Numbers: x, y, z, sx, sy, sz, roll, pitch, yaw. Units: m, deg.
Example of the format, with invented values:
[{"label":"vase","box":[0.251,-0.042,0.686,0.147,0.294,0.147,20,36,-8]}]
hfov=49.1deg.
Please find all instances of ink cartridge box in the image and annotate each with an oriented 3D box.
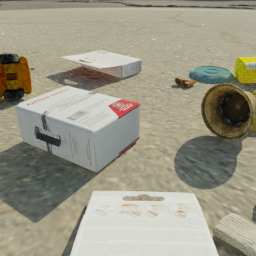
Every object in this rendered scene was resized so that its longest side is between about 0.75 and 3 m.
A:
[{"label":"ink cartridge box","box":[0.233,1.795,4.205,1.990,0.588,2.486,1,16,2]},{"label":"ink cartridge box","box":[-1.250,-2.887,12.754,2.885,0.645,2.542,24,35,39]},{"label":"ink cartridge box","box":[-1.234,-0.136,7.094,2.555,1.070,1.844,18,33,30]}]

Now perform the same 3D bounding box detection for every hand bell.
[{"label":"hand bell","box":[3.544,-0.779,7.996,2.860,1.489,1.489,-20,34,-37]}]

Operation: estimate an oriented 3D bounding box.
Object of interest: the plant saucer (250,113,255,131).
[{"label":"plant saucer","box":[4.484,-0.449,8.354,1.955,0.474,1.955,9,29,16]}]

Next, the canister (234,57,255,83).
[{"label":"canister","box":[5.690,-2.393,11.553,2.170,0.939,1.612,2,28,6]}]

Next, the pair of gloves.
[{"label":"pair of gloves","box":[2.653,1.659,4.482,2.045,0.359,1.739,-16,32,-30]}]

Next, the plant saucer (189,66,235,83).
[{"label":"plant saucer","box":[3.667,-2.399,12.277,1.953,0.268,1.953,-1,28,0]}]

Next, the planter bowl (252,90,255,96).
[{"label":"planter bowl","box":[4.619,-1.117,9.733,0.874,0.364,0.874,0,27,0]}]

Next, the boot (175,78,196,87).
[{"label":"boot","box":[2.308,-1.882,11.256,0.587,0.290,0.756,-23,35,-36]}]

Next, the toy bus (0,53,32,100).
[{"label":"toy bus","box":[-4.773,-1.816,10.105,2.325,1.578,2.232,-9,13,-20]}]

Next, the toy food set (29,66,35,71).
[{"label":"toy food set","box":[-5.056,-2.735,12.997,1.294,0.204,0.822,10,27,0]}]
